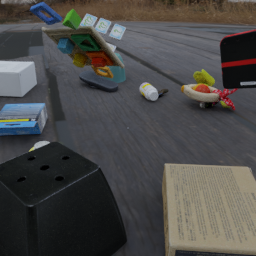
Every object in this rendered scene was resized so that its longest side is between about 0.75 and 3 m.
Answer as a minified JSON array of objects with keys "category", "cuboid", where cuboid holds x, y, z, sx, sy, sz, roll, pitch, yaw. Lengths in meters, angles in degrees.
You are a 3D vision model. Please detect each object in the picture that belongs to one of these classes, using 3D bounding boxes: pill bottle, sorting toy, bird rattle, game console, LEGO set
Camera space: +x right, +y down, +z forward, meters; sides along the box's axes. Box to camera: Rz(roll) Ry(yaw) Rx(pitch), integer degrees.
[{"category":"pill bottle","cuboid":[1.059,-1.777,13.884,0.649,0.649,1.246,-8,28,-15]},{"category":"sorting toy","cuboid":[-1.072,-1.811,6.699,1.633,0.395,2.899,12,-14,29]},{"category":"bird rattle","cuboid":[3.640,-1.542,12.907,2.070,1.430,2.539,-9,39,-24]},{"category":"game console","cuboid":[4.740,-2.665,10.976,0.386,2.200,2.488,-17,14,-32]},{"category":"LEGO set","cuboid":[-0.956,-2.657,8.197,1.341,0.441,1.795,22,63,1]}]

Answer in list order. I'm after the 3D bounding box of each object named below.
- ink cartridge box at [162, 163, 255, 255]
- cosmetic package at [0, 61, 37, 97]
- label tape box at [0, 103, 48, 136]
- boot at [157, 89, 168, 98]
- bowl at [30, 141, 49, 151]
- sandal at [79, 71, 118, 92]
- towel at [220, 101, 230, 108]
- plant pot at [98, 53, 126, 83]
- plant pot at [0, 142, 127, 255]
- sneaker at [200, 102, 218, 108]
[{"category":"ink cartridge box","cuboid":[1.872,1.905,6.144,2.159,0.984,2.621,3,27,4]},{"category":"cosmetic package","cuboid":[-6.297,-2.628,14.782,2.195,1.349,2.188,1,27,4]},{"category":"label tape box","cuboid":[-4.105,-0.209,10.669,1.625,0.713,2.253,-2,27,-5]},{"category":"boot","cuboid":[1.733,-1.728,14.242,0.849,0.317,0.412,-17,40,-12]},{"category":"bowl","cuboid":[-2.628,0.804,8.740,1.205,0.649,1.205,1,27,0]},{"category":"sandal","cuboid":[-1.735,-2.488,15.560,2.719,0.582,1.034,31,46,31]},{"category":"towel","cuboid":[4.593,-1.132,13.246,0.331,0.069,0.769,4,27,6]},{"category":"plant pot","cuboid":[-1.083,-3.618,16.613,1.875,1.504,1.875,0,27,0]},{"category":"plant pot","cuboid":[-1.533,1.605,5.647,2.249,2.000,2.255,23,34,37]},{"category":"sneaker","cuboid":[3.818,-1.103,12.885,0.965,0.356,0.422,-14,29,-16]}]
